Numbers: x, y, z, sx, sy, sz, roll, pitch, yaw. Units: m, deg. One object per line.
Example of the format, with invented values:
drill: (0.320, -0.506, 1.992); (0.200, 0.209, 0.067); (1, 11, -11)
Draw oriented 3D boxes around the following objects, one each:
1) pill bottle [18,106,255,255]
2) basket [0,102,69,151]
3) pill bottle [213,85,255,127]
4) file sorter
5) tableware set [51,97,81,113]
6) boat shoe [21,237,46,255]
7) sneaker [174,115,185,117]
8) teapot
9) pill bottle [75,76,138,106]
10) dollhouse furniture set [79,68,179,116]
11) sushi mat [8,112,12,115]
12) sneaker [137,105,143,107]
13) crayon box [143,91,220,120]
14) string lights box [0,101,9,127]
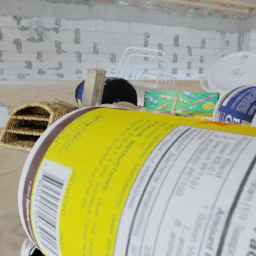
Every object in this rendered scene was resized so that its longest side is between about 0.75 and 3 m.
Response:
pill bottle: (0.562, 0.722, 2.000); (2.854, 1.559, 1.559); (11, 17, 41)
basket: (-2.340, -0.093, 6.965); (1.511, 1.079, 1.126); (6, 13, 28)
pill bottle: (2.905, -0.031, 5.584); (1.512, 1.512, 2.723); (-1, 12, -5)
file sorter: (0.826, -2.052, 11.908); (1.853, 1.662, 2.670); (12, -10, 21)
tableware set: (-1.607, -0.444, 8.620); (2.009, 0.279, 2.405); (21, -7, -27)
boat shoe: (-0.848, 1.234, 2.717); (0.309, 0.274, 0.840); (-8, 14, -32)
sneaker: (1.591, -0.292, 9.782); (0.894, 0.347, 0.408); (2, 4, -37)
teapot: (5.223, -1.968, 13.177); (2.906, 2.150, 2.944); (-25, 50, 12)
pill bottle: (-0.970, -1.116, 10.432); (1.623, 1.623, 2.902); (-6, 13, -26)
dollhouse furniture set: (-0.048, -0.762, 7.431); (2.539, 1.124, 1.316); (16, 16, 17)
sushi mat: (-5.040, -0.523, 11.218); (2.062, 0.125, 0.986); (1, 13, 6)
sneaker: (0.547, -1.389, 13.622); (2.252, 0.804, 0.900); (-3, 8, -18)
crayon box: (1.939, -0.800, 10.098); (2.515, 0.733, 1.494); (4, -6, 15)
string lights box: (-4.840, -0.472, 9.601); (1.138, 0.653, 2.215); (-11, 17, -29)
